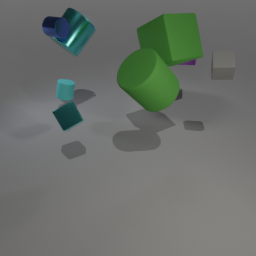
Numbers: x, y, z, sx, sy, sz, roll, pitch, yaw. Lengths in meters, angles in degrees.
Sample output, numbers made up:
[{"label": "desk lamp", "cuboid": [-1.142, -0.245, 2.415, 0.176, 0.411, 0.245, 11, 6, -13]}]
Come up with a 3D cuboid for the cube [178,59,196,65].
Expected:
[{"label": "cube", "cuboid": [2.345, -3.784, 12.535, 1.400, 1.400, 1.400, 7, 73, 23]}]

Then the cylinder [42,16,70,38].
[{"label": "cylinder", "cuboid": [-2.576, -3.604, 10.022, 0.700, 0.700, 0.700, 19, 35, 32]}]

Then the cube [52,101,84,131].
[{"label": "cube", "cuboid": [-1.857, -0.357, 8.789, 0.700, 0.700, 0.700, -30, 3, -7]}]

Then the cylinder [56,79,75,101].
[{"label": "cylinder", "cuboid": [-2.580, -1.580, 11.554, 0.700, 0.700, 0.700, 11, 25, -5]}]

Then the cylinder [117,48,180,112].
[{"label": "cylinder", "cuboid": [0.617, -1.396, 8.352, 1.400, 1.400, 1.400, -19, 55, 29]}]

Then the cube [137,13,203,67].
[{"label": "cube", "cuboid": [1.346, -2.772, 9.074, 1.400, 1.400, 1.400, -17, 8, -33]}]

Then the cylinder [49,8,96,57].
[{"label": "cylinder", "cuboid": [-2.288, -3.931, 11.570, 1.400, 1.400, 1.400, 35, 0, 0]}]

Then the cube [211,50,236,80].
[{"label": "cube", "cuboid": [3.130, -2.070, 9.229, 0.700, 0.700, 0.700, 2, 65, 14]}]
